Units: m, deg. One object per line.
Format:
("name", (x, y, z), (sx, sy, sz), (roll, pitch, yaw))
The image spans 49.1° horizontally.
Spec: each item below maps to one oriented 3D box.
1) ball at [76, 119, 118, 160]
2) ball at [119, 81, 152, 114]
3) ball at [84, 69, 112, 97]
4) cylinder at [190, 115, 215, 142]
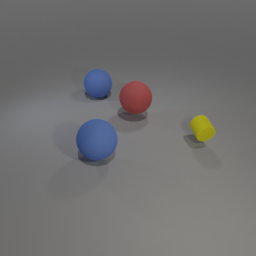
("ball", (-1.052, 0.392, 9.507), (1.400, 1.400, 1.400), (0, 32, 0))
("ball", (0.329, -1.295, 11.918), (1.400, 1.400, 1.400), (0, 32, 0))
("ball", (-1.492, -2.227, 13.960), (1.400, 1.400, 1.400), (0, 32, 0))
("cylinder", (2.693, 0.010, 10.157), (0.700, 0.700, 0.700), (-7, 43, -11))
